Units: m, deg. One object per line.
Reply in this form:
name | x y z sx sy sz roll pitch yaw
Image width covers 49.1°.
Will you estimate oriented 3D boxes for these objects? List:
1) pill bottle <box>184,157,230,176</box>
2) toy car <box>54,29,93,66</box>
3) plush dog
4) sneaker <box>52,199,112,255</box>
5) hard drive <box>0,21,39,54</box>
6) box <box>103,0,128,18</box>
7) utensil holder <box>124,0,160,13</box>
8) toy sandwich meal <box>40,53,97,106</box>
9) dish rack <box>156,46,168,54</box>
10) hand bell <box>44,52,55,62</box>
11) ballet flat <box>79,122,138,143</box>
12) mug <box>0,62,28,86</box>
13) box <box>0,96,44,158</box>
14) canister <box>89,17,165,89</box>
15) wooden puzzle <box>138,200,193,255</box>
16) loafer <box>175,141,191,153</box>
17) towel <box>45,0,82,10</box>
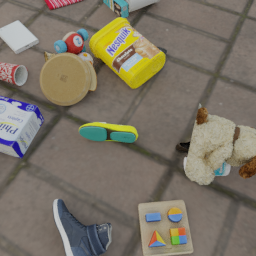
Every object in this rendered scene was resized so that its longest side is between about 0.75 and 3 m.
pill bottle | 2.858 1.330 10.248 1.539 0.853 0.853 -1 58 -1
toy car | -2.169 -3.291 12.848 1.838 1.626 1.694 41 55 9
plush dog | 3.379 0.450 9.337 2.449 2.288 2.851 13 40 13
sneaker | -1.418 3.101 9.046 1.609 0.847 2.227 -25 70 -3
hard drive | -5.671 -4.696 14.385 1.303 0.260 1.977 -36 65 -21
box | -0.696 -6.895 15.462 0.463 0.775 1.885 -31 63 -17
utensil holder | 0.601 -7.422 15.264 2.014 1.711 1.711 -29 62 -15
toy sandwich meal | -2.590 -2.126 12.219 2.514 0.861 2.514 0 90 7
dish rack | 1.424 -3.517 13.566 0.874 0.311 1.139 16 68 9
hand bell | -3.328 -3.454 13.535 1.271 0.662 0.662 -18 59 -26
ballet flat | -0.753 0.121 11.170 2.317 0.774 0.777 6 37 1
mug | -5.374 -2.498 12.799 1.378 1.223 0.919 14 95 13
box | -4.660 -0.072 11.019 1.807 1.031 1.965 15 60 10
canister | -0.021 -3.452 12.890 2.216 1.291 2.983 -40 67 -10
wooden puzzle | 1.230 3.265 9.294 1.634 0.409 1.765 -5 58 -2
loafer | 2.461 0.752 10.859 1.190 0.424 0.434 -1 59 1
towel | -3.788 -7.621 16.234 2.191 0.246 1.585 -24 62 -14
